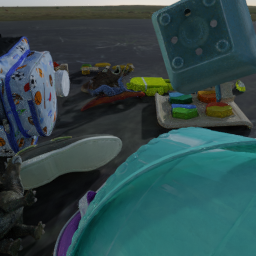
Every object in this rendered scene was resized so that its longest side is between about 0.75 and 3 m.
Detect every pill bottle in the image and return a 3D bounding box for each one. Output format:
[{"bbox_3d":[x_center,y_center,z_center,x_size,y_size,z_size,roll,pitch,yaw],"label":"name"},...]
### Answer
[{"bbox_3d":[-3.377,-1.632,10.149,2.302,1.289,1.289,1,26,4],"label":"pill bottle"}]

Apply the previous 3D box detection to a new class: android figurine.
[{"bbox_3d":[0.896,-1.739,11.418,1.933,0.397,1.760,-3,26,-7],"label":"android figurine"}]

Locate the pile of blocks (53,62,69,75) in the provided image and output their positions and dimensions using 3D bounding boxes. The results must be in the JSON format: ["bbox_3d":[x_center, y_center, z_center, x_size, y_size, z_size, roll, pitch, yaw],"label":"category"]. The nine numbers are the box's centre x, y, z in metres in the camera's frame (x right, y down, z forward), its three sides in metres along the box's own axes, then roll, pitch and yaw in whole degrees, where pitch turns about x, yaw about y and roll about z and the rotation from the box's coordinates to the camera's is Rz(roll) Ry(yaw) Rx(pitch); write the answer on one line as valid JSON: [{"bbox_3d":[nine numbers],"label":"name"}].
[{"bbox_3d":[-3.631,-2.570,12.718,1.010,0.764,2.460,12,28,23],"label":"pile of blocks"}]

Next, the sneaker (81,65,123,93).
[{"bbox_3d":[-1.078,-2.048,11.563,0.765,0.820,2.172,20,32,36],"label":"sneaker"}]

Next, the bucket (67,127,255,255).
[{"bbox_3d":[0.969,1.402,2.259,2.914,2.914,1.896,-19,26,-34],"label":"bucket"}]

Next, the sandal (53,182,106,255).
[{"bbox_3d":[-0.404,1.353,4.672,1.075,0.649,2.642,8,27,16],"label":"sandal"}]

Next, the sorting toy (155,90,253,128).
[{"bbox_3d":[2.310,-0.718,9.156,2.783,0.508,2.576,2,26,2],"label":"sorting toy"}]

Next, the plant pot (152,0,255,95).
[{"bbox_3d":[1.644,-1.930,6.091,2.070,2.075,2.114,-16,2,26],"label":"plant pot"}]

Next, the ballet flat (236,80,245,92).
[{"bbox_3d":[4.641,-1.763,11.570,0.303,0.304,0.907,3,26,7],"label":"ballet flat"}]

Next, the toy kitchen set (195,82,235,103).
[{"bbox_3d":[2.954,-1.197,9.726,0.994,1.688,1.352,0,66,6],"label":"toy kitchen set"}]

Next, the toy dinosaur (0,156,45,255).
[{"bbox_3d":[-2.208,1.523,4.291,1.338,1.007,2.617,-3,29,25],"label":"toy dinosaur"}]

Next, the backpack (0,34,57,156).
[{"bbox_3d":[-2.759,-0.632,6.591,2.095,2.590,2.719,8,34,0],"label":"backpack"}]

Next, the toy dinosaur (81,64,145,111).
[{"bbox_3d":[-0.437,-1.127,10.111,1.998,1.156,2.202,17,69,-3],"label":"toy dinosaur"}]

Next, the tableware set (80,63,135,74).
[{"bbox_3d":[-1.033,-2.925,13.972,2.684,0.412,1.808,-4,23,-7],"label":"tableware set"}]

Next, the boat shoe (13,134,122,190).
[{"bbox_3d":[-1.311,0.555,6.099,2.409,0.861,0.720,-17,35,-23],"label":"boat shoe"}]
